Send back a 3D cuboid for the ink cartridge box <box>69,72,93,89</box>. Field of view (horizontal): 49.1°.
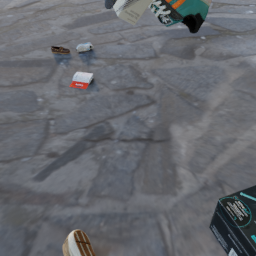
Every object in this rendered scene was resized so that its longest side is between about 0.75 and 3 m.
[{"bbox_3d":[-1.752,-1.806,10.527,0.677,0.238,0.833,10,38,10],"label":"ink cartridge box"}]

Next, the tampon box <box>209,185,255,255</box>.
[{"bbox_3d":[2.706,1.928,5.592,1.621,1.023,1.215,-14,43,-16],"label":"tampon box"}]

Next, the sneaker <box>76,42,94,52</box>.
[{"bbox_3d":[-1.904,-3.582,12.493,0.842,0.316,0.365,-30,55,-30],"label":"sneaker"}]

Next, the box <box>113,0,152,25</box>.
[{"bbox_3d":[0.229,-2.500,5.129,0.457,1.111,0.380,12,43,-36],"label":"box"}]

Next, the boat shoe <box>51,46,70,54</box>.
[{"bbox_3d":[-2.979,-3.449,12.340,0.839,0.295,0.295,2,39,0],"label":"boat shoe"}]

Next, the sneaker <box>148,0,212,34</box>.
[{"bbox_3d":[0.951,-3.167,6.992,2.659,1.062,0.949,10,9,-26],"label":"sneaker"}]

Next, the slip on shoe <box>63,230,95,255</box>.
[{"bbox_3d":[-0.808,2.696,5.173,0.479,0.601,1.581,-44,57,15],"label":"slip on shoe"}]

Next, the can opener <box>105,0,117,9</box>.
[{"bbox_3d":[0.030,-5.334,9.577,0.752,2.818,0.942,35,39,-2],"label":"can opener"}]
